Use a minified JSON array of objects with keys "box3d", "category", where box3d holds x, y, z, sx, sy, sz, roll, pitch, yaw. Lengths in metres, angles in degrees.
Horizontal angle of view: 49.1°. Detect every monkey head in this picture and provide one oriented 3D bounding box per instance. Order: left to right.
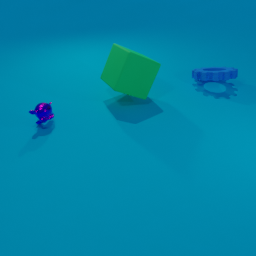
[{"box3d":[-2.704,-0.457,8.766,0.723,0.606,1.005,-25,8,31],"category":"monkey head"}]

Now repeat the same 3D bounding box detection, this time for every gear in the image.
[{"box3d":[3.415,-2.158,11.076,1.702,0.315,1.702,-3,19,1],"category":"gear"}]

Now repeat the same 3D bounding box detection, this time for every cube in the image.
[{"box3d":[0.058,-1.969,9.773,1.346,1.346,1.346,12,21,-33],"category":"cube"}]
